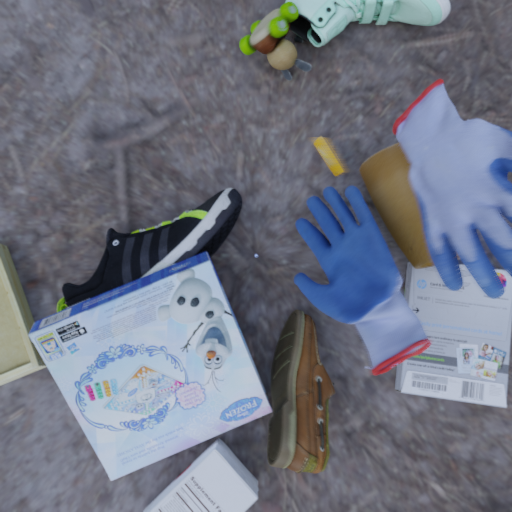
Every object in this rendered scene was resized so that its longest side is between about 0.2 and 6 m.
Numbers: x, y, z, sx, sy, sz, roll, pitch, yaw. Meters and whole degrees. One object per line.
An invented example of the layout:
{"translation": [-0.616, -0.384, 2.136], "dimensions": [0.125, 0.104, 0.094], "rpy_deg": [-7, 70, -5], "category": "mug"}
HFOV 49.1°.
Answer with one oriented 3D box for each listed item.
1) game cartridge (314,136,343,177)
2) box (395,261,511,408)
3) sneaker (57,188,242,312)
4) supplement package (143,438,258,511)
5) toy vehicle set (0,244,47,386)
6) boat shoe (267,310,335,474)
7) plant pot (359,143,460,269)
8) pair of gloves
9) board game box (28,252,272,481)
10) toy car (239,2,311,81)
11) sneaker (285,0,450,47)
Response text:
{"translation": [1.130, -1.548, 8.793], "dimensions": [0.104, 0.566, 0.642], "rpy_deg": [-31, 92, 2], "category": "game cartridge"}
{"translation": [3.042, 1.158, 8.570], "dimensions": [1.600, 0.423, 2.052], "rpy_deg": [7, 82, 1], "category": "box"}
{"translation": [-1.644, -0.086, 8.393], "dimensions": [3.245, 1.163, 1.344], "rpy_deg": [-44, 84, -6], "category": "sneaker"}
{"translation": [-0.811, 3.507, 7.937], "dimensions": [1.519, 0.921, 0.910], "rpy_deg": [-43, 83, -6], "category": "supplement package"}
{"translation": [-5.111, 1.341, 8.526], "dimensions": [3.305, 0.438, 2.054], "rpy_deg": [-21, 82, -3], "category": "toy vehicle set"}
{"translation": [0.679, 1.904, 7.984], "dimensions": [0.782, 0.828, 2.301], "rpy_deg": [16, 59, -12], "category": "boat shoe"}
{"translation": [2.504, -0.712, 8.272], "dimensions": [1.571, 1.571, 1.685], "rpy_deg": [-13, 80, -2], "category": "plant pot"}
{"translation": [1.903, -0.280, 7.164], "dimensions": [3.650, 0.416, 2.934], "rpy_deg": [-46, 49, 31], "category": "pair of gloves"}
{"translation": [-1.387, 1.578, 7.908], "dimensions": [2.553, 0.554, 2.541], "rpy_deg": [-22, 108, -4], "category": "board game box"}
{"translation": [0.426, -3.321, 8.970], "dimensions": [1.041, 0.855, 0.821], "rpy_deg": [46, 57, -27], "category": "toy car"}
{"translation": [1.687, -3.867, 9.102], "dimensions": [2.609, 0.960, 1.539], "rpy_deg": [21, 79, 10], "category": "sneaker"}
